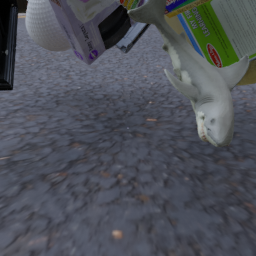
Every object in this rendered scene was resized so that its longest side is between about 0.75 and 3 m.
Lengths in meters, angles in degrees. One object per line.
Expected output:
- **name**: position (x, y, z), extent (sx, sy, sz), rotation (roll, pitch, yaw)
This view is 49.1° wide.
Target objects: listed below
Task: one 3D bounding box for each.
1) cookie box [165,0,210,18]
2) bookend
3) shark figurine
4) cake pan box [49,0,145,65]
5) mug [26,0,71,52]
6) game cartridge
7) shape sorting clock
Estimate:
- **cookie box**: position (0.456, -2.275, 3.650), extent (1.572, 0.591, 1.345), rotation (28, -7, -25)
- **bookend**: position (-2.526, -2.186, 4.413), extent (1.062, 2.305, 2.291), rotation (-3, 58, -12)
- **shark figurine**: position (0.838, -0.729, 3.077), extent (0.810, 1.942, 1.160), rotation (-31, -19, 23)
- **cake pan box**: position (-0.638, -3.110, 6.846), extent (2.379, 2.583, 0.676), rotation (-44, 67, -12)
- **mug**: position (-2.295, -3.823, 8.417), extent (1.826, 2.474, 2.169), rotation (-56, 14, -24)
- **game cartridge**: position (0.066, -3.470, 8.806), extent (1.311, 1.966, 0.398), rotation (41, 4, 10)
- **shape sorting clock**: position (1.781, -2.058, 4.580), extent (2.770, 2.770, 0.543), rotation (12, 27, 22)
